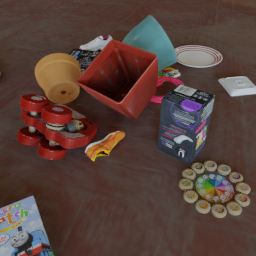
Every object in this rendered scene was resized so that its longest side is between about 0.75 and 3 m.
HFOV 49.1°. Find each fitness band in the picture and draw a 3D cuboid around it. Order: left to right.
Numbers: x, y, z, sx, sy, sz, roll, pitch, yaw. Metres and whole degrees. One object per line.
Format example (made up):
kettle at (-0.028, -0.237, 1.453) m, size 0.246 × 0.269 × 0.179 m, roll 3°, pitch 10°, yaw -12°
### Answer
fitness band at (1.693, -1.817, 13.222) m, size 2.077 × 0.389 × 1.492 m, roll -30°, pitch 50°, yaw -31°

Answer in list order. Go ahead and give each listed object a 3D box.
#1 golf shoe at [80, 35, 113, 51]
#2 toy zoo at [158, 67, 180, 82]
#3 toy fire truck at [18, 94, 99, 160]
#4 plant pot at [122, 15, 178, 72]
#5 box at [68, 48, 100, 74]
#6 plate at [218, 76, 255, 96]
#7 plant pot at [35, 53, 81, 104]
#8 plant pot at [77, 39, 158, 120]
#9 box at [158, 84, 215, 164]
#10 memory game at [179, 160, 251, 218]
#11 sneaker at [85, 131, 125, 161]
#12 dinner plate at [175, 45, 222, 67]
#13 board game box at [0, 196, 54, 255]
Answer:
golf shoe at (-1.886, -5.082, 16.795) m, size 2.069 × 0.947 × 0.779 m, roll -10°, pitch 41°, yaw -10°
toy zoo at (2.101, -2.838, 14.636) m, size 1.339 × 0.137 × 0.879 m, roll -24°, pitch 44°, yaw -26°
toy fire truck at (-2.433, -0.178, 10.333) m, size 2.998 × 1.681 × 2.518 m, roll 25°, pitch 24°, yaw 32°
plant pot at (0.865, -3.843, 14.027) m, size 2.129 × 2.653 × 2.653 m, roll -33°, pitch 42°, yaw 6°
box at (-2.030, -3.155, 14.585) m, size 2.828 × 0.708 × 2.850 m, roll 8°, pitch 40°, yaw 11°
plate at (5.427, -2.117, 13.656) m, size 1.565 × 0.253 × 1.562 m, roll -6°, pitch 39°, yaw -7°
plant pot at (-2.977, -2.050, 12.363) m, size 2.037 × 2.037 × 1.425 m, roll -12°, pitch 56°, yaw -14°
plant pot at (-0.159, -1.733, 11.356) m, size 2.380 × 2.098 × 2.378 m, roll 30°, pitch 75°, yaw 31°
box at (1.936, -0.131, 9.581) m, size 1.382 × 2.261 × 1.199 m, roll 25°, pitch 45°, yaw 28°
memory game at (2.723, 1.846, 8.830) m, size 2.226 × 0.142 × 2.226 m, roll 0°, pitch 39°, yaw 0°
sneaker at (-0.735, 0.654, 10.094) m, size 1.704 × 0.622 × 0.657 m, roll -32°, pitch 71°, yaw -28°
dinner plate at (3.871, -4.027, 15.953) m, size 2.861 × 0.347 × 2.861 m, roll 1°, pitch 39°, yaw -1°
board game box at (-2.977, 2.971, 7.219) m, size 1.698 × 0.411 × 2.244 m, roll -19°, pitch 42°, yaw -22°
